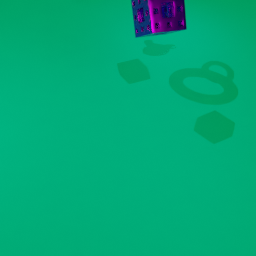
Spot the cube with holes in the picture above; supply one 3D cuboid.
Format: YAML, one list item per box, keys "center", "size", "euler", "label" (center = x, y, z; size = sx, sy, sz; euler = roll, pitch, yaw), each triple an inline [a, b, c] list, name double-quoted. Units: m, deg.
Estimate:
- center: [0.563, -2.128, 5.218]
  size: [0.718, 0.718, 0.718]
  euler: [-13, 16, -20]
  label: "cube with holes"
